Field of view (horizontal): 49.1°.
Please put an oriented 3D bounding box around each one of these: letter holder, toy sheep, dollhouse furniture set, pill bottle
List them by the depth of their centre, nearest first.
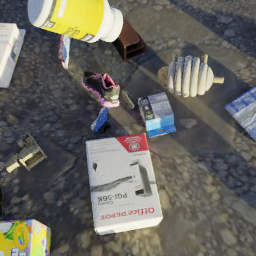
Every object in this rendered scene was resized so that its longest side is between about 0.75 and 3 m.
[{"bbox_3d":[-3.326,0.875,8.877,1.129,0.628,0.998,-37,45,-16],"label":"dollhouse furniture set"},{"bbox_3d":[-1.643,-3.802,9.275,2.892,1.620,1.620,5,57,-40],"label":"pill bottle"},{"bbox_3d":[2.109,-1.782,9.590,2.229,1.537,1.537,5,63,18],"label":"toy sheep"},{"bbox_3d":[-0.001,-3.604,10.820,1.168,0.827,1.644,-24,66,-13],"label":"letter holder"}]

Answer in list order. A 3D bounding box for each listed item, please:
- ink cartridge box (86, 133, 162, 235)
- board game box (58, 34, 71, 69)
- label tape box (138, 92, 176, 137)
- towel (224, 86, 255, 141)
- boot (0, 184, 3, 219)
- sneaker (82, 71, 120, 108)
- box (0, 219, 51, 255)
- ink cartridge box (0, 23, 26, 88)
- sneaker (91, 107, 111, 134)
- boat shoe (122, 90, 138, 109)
[{"bbox_3d":[-0.165,1.579,8.117,1.856,1.048,2.529,-8,64,-6],"label":"ink cartridge box"},{"bbox_3d":[-2.384,-3.107,10.564,0.156,0.824,1.600,-1,63,1],"label":"board game box"},{"bbox_3d":[0.990,-0.460,9.478,0.978,0.451,1.365,-14,63,-6],"label":"label tape box"},{"bbox_3d":[4.594,-0.313,9.516,1.635,0.265,2.226,-32,66,-12],"label":"towel"},{"bbox_3d":[-4.117,2.168,8.236,0.765,0.384,1.060,-7,67,-2],"label":"boot"},{"bbox_3d":[-0.866,-1.496,9.220,0.742,0.896,1.879,-20,50,-36],"label":"sneaker"},{"bbox_3d":[-3.471,3.868,6.597,2.800,1.773,2.907,-3,63,-2],"label":"box"},{"bbox_3d":[-5.034,-2.988,10.422,1.675,0.963,2.861,4,64,2],"label":"ink cartridge box"},{"bbox_3d":[-0.759,-0.262,9.405,0.556,0.383,0.999,25,69,16],"label":"sneaker"},{"bbox_3d":[0.064,-1.025,9.857,0.241,0.285,0.801,-22,67,-25],"label":"boat shoe"}]
